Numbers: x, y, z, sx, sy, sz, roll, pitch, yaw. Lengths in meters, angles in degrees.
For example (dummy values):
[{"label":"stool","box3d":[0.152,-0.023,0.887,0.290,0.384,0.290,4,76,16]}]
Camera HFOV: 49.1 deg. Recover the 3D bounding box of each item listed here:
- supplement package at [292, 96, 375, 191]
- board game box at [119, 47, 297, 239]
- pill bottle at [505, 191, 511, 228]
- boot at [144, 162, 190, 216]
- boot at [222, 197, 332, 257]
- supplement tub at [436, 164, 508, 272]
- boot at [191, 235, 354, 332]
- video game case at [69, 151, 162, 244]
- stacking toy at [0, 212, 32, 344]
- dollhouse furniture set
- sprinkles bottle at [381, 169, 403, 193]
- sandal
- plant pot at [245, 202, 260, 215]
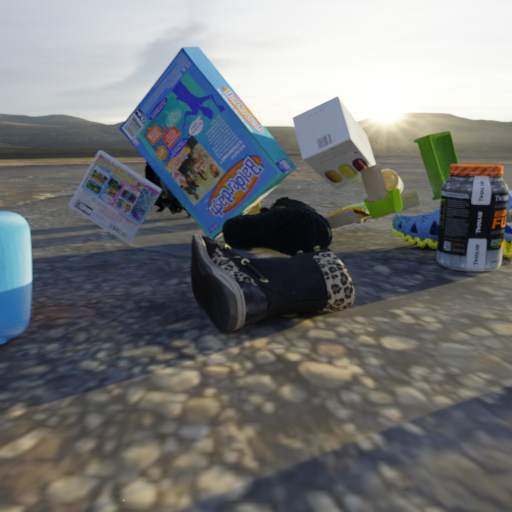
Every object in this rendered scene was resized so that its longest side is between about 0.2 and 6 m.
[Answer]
[{"label":"supplement package","box3d":[1.661,-2.237,11.475,1.052,1.013,1.849,-21,-23,23]},{"label":"board game box","box3d":[-1.065,-2.263,11.671,2.427,3.191,0.718,-39,0,33]},{"label":"pill bottle","box3d":[5.797,-0.990,12.891,0.560,0.985,0.560,-1,12,0]},{"label":"boot","box3d":[-1.949,-2.418,15.620,2.303,2.811,1.040,5,-23,-31]},{"label":"boot","box3d":[0.807,-0.682,11.549,2.459,0.939,2.066,1,15,35]},{"label":"supplement tub","box3d":[3.749,-0.685,9.731,1.090,1.779,1.090,0,13,0]},{"label":"boot","box3d":[0.087,0.250,7.668,1.786,0.868,2.372,-5,17,-17]},{"label":"video game case","box3d":[-2.834,-1.166,11.259,1.455,1.325,0.172,33,12,-2]},{"label":"stacking toy","box3d":[-3.838,0.251,7.073,1.618,1.530,2.787,1,0,-28]},{"label":"dollhouse furniture set","box3d":[2.728,-1.498,12.088,1.630,1.259,3.261,-17,0,-36]},{"label":"sprinkles bottle","box3d":[3.019,-1.636,12.689,0.525,0.525,1.538,4,3,18]},{"label":"sandal","box3d":[4.084,-0.696,11.172,2.749,1.197,1.093,6,15,28]},{"label":"plant pot","box3d":[-0.559,-1.335,14.641,1.010,0.988,0.981,-17,18,-21]}]
